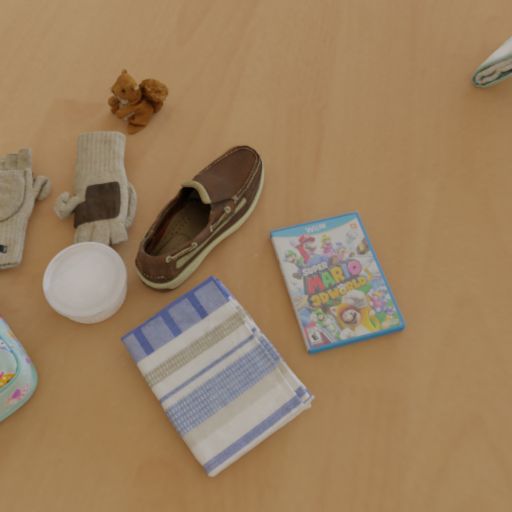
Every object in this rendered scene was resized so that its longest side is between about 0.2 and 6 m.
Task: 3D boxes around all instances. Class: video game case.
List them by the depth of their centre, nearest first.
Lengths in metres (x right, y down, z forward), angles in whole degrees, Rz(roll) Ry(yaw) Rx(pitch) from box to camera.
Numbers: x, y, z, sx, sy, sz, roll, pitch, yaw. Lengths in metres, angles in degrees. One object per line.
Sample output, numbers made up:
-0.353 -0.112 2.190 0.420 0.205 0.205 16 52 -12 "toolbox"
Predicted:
1.305 0.382 9.339 1.623 0.202 2.267 -13 61 -7 "video game case"

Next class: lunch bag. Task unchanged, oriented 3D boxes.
-4.724 1.535 8.228 2.106 1.012 2.627 -40 68 -17 "lunch bag"

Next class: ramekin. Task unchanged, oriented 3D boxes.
-2.694 0.481 9.029 1.316 0.613 1.316 0 63 -1 "ramekin"

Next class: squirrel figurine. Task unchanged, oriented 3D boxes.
-2.289 -3.109 10.794 1.160 1.082 0.821 -26 64 -14 "squirrel figurine"

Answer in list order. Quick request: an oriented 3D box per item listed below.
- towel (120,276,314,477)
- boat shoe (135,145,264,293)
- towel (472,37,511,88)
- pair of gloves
-0.617 1.718 8.405 1.876 0.304 2.554 -34 69 -14 "towel"
-0.840 -0.840 9.445 1.179 1.181 3.193 26 64 14 "boat shoe"
5.430 -4.121 10.997 1.675 1.957 0.471 -40 104 -18 "towel"
-3.585 -0.978 9.947 2.893 0.507 2.460 -11 65 -4 "pair of gloves"
